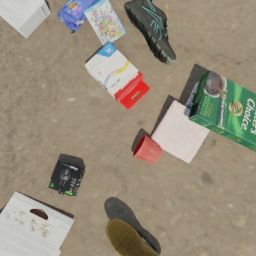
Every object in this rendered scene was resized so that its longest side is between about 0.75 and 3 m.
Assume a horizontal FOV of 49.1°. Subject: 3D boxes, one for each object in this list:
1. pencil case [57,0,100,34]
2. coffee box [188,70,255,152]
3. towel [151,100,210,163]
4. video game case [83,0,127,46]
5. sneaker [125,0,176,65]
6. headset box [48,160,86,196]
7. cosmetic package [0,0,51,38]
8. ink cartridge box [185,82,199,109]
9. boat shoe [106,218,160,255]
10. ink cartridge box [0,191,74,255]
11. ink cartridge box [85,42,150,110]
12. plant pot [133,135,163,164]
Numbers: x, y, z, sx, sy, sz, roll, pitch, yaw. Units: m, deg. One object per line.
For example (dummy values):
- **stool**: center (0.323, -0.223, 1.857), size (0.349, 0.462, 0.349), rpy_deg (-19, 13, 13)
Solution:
- **pencil case**: center (-1.579, -4.675, 10.513), size (1.009, 0.907, 2.324), rpy_deg (40, 85, 27)
- **coffee box**: center (3.696, -0.544, 9.675), size (2.992, 0.658, 1.840), rpy_deg (25, 73, -11)
- **towel**: center (1.922, 0.142, 10.065), size (1.672, 0.282, 1.750), rpy_deg (30, 103, 2)
- **video game case**: center (-0.839, -3.939, 10.465), size (1.055, 0.131, 1.474), rpy_deg (-36, 111, -10)
- **sneaker**: center (1.067, -3.690, 10.339), size (1.147, 1.091, 2.893), rpy_deg (-32, 85, -5)
- **headset box**: center (-2.159, 1.811, 9.890), size (0.946, 0.504, 1.087), rpy_deg (18, 81, 14)
- **cosmetic package**: center (-3.984, -4.460, 10.516), size (1.422, 0.877, 1.427), rpy_deg (42, 85, 4)
- **ink cartridge box**: center (2.674, -0.944, 10.289), size (0.884, 0.510, 1.219), rpy_deg (25, 86, 4)
- **boat shoe**: center (0.190, 3.966, 9.423), size (0.923, 0.817, 2.522), rpy_deg (-44, 96, -9)
- **ink cartridge box**: center (-3.454, 3.724, 9.692), size (2.520, 0.549, 2.187), rpy_deg (23, 60, 7)
- **ink cartridge box**: center (-0.340, -1.867, 10.275), size (2.205, 0.741, 1.281), rpy_deg (45, 86, 6)
- **plant pot**: center (0.727, 0.819, 9.964), size (0.804, 0.909, 0.909), rpy_deg (30, 84, -6)
